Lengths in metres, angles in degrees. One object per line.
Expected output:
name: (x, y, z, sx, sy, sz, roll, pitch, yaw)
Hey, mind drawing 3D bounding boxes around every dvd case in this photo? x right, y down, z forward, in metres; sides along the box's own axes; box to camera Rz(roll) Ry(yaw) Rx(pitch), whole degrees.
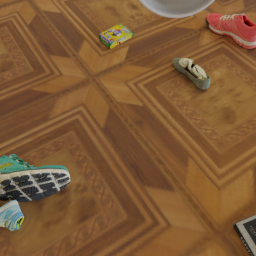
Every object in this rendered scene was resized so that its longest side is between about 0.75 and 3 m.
dvd case: (3.645, 2.488, 6.184, 2.068, 0.256, 1.554, -17, 56, -12)

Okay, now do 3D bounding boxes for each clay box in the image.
clay box: (-0.405, -3.452, 10.381, 1.197, 0.285, 0.688, -37, 63, -22)

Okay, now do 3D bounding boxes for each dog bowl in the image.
dog bowl: (1.195, -3.969, 6.642, 2.408, 2.408, 0.949, 3, 46, 2)

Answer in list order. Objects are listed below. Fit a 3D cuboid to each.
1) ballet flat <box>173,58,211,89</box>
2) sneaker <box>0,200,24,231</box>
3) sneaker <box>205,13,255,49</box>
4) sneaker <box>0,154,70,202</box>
ballet flat: (2.095, -1.949, 9.161, 0.568, 0.537, 1.687, -27, 59, -18)
sneaker: (-2.830, 2.169, 6.342, 0.981, 0.390, 0.640, -37, 70, -13)
sneaker: (3.903, -3.846, 10.239, 2.252, 0.977, 0.830, 39, 63, 25)
sneaker: (-2.792, 1.080, 6.748, 2.787, 1.080, 1.110, -2, 46, -1)
